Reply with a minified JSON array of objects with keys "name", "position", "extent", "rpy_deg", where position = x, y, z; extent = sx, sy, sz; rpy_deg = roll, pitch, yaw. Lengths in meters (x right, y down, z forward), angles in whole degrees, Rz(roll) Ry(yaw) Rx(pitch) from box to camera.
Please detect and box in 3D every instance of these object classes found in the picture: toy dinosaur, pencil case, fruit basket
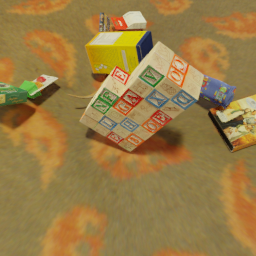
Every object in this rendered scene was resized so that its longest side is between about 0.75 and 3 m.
[{"name":"toy dinosaur","position":[-0.577,-1.169,8.035],"extent":[1.154,0.656,2.172],"rpy_deg":[17,46,23]},{"name":"pencil case","position":[2.162,-1.128,7.792],"extent":[1.634,0.710,0.638],"rpy_deg":[31,87,29]},{"name":"fruit basket","position":[-2.576,-1.225,8.067],"extent":[0.867,0.439,0.936],"rpy_deg":[18,45,40]}]

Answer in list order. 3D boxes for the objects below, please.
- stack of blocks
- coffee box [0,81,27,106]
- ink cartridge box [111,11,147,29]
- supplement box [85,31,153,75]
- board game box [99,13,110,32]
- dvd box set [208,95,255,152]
[{"name":"stack of blocks","position":[0.162,-0.617,6.206],"extent":[1.537,2.669,0.782],"rpy_deg":[33,52,-13]},{"name":"coffee box","position":[-3.477,-0.946,7.266],"extent":[1.515,0.333,0.932],"rpy_deg":[19,21,26]},{"name":"ink cartridge box","position":[0.011,-3.530,9.152],"extent":[1.019,0.241,0.816],"rpy_deg":[-6,48,-14]},{"name":"supplement box","position":[-0.198,-2.107,7.875],"extent":[1.659,0.908,0.903],"rpy_deg":[8,44,24]},{"name":"board game box","position":[-0.726,-3.205,8.774],"extent":[0.147,0.849,0.575],"rpy_deg":[5,98,8]},{"name":"dvd box set","position":[3.292,-0.206,7.606],"extent":[1.804,0.265,1.320],"rpy_deg":[-17,60,-9]}]
